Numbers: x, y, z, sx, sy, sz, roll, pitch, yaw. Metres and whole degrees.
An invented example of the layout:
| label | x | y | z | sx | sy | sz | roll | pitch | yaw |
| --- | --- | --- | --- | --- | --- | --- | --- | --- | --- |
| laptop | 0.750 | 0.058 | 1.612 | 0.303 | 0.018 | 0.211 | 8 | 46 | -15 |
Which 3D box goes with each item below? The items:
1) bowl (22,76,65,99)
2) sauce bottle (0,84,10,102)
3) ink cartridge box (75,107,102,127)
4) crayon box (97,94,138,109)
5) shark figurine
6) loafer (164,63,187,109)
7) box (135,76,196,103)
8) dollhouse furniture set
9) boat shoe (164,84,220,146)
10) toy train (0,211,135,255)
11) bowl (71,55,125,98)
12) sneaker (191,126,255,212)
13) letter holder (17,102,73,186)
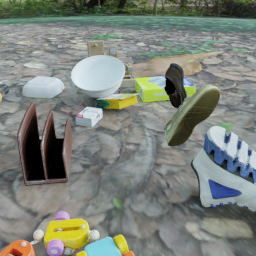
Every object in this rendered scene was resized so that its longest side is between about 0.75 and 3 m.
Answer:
| label | x | y | z | sx | sy | sz | roll | pitch | yaw |
| --- | --- | --- | --- | --- | --- | --- | --- | --- | --- |
| bowl | -4.090 | -2.023 | 13.557 | 1.679 | 0.627 | 1.677 | 8 | 29 | 12 |
| sauce bottle | -5.859 | -1.321 | 12.056 | 0.778 | 0.778 | 2.403 | 1 | 25 | 2 |
| ink cartridge box | -1.479 | -0.431 | 10.709 | 0.685 | 0.387 | 0.933 | 8 | 29 | 18 |
| crayon box | -0.376 | -1.105 | 11.509 | 1.035 | 0.424 | 1.646 | -22 | 18 | -39 |
| shark figurine | -1.590 | -2.191 | 13.433 | 2.607 | 1.088 | 1.558 | 15 | 29 | 23 |
| loafer | 1.143 | -0.992 | 7.208 | 0.526 | 1.442 | 0.514 | 31 | 66 | 36 |
| box | 1.856 | -1.904 | 13.277 | 2.804 | 0.668 | 1.710 | -6 | 29 | -10 |
| dollhouse furniture set | -0.905 | -3.414 | 14.770 | 2.269 | 1.944 | 2.386 | -5 | 28 | -9 |
| boat shoe | 1.538 | -0.379 | 7.246 | 0.809 | 2.218 | 0.698 | -4 | 54 | -22 |
| toy train | -1.141 | 2.470 | 4.865 | 2.565 | 0.713 | 1.927 | 9 | 30 | 23 |
| bowl | -1.222 | -2.050 | 12.120 | 2.293 | 1.031 | 2.293 | -3 | 50 | 3 |
| sneaker | 2.607 | 1.373 | 6.491 | 2.848 | 1.645 | 1.150 | 39 | 39 | 8 |
| letter holder | -2.289 | 0.261 | 8.037 | 1.149 | 1.623 | 2.284 | -3 | 27 | -6 |
